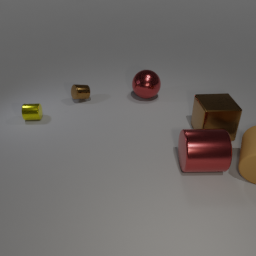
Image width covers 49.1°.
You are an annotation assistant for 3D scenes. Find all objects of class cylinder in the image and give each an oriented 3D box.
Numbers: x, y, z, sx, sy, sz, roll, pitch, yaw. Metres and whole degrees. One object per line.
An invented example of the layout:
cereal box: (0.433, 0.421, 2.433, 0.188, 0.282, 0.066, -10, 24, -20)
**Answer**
cylinder: (2.457, 0.726, 9.131, 1.400, 1.400, 1.400, -1, 33, -1)
cylinder: (-4.105, -0.696, 12.018, 0.700, 0.700, 0.700, -2, 33, -3)
cylinder: (-2.263, -1.720, 13.368, 0.700, 0.700, 0.700, -4, 29, -36)
cylinder: (4.273, 0.839, 8.792, 1.400, 1.400, 1.400, 12, 44, 18)

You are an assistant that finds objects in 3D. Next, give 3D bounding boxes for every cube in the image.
cube: (3.380, -0.420, 10.938, 1.400, 1.400, 1.400, -2, 33, -3)

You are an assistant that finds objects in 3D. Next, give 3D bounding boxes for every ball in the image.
ball: (0.890, -2.118, 13.571, 1.400, 1.400, 1.400, 0, 33, 0)
